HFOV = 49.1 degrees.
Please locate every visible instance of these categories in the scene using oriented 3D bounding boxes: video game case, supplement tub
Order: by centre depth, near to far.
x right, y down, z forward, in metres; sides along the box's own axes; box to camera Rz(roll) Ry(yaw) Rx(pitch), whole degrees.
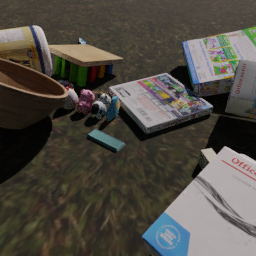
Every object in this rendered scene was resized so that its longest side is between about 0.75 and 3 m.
[{"bbox_3d":[0.961,-0.915,9.034,2.366,0.298,2.596,-17,40,-21],"label":"video game case"},{"bbox_3d":[-4.093,-2.370,9.587,2.612,1.886,1.886,-16,40,-19],"label":"supplement tub"}]

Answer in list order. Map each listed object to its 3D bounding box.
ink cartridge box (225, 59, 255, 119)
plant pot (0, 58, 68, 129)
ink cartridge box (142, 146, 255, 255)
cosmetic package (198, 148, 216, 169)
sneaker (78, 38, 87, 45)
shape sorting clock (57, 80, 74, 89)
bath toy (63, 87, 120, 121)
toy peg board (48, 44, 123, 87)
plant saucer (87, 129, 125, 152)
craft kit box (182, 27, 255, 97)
[{"bbox_3d":[3.731,-0.991,7.832,1.673,1.210,1.215,15,76,16],"label":"ink cartridge box"},{"bbox_3d":[-3.260,-0.887,7.690,2.938,1.356,2.938,23,16,-7],"label":"plant pot"},{"bbox_3d":[1.821,1.476,4.750,2.846,0.949,1.648,-42,51,-19],"label":"ink cartridge box"},{"bbox_3d":[1.985,0.922,6.529,0.312,0.441,0.853,-8,39,-12],"label":"cosmetic package"},{"bbox_3d":[-2.104,-3.897,12.966,0.362,0.316,0.806,5,37,-26],"label":"sneaker"},{"bbox_3d":[-2.524,-1.279,9.515,1.370,0.269,1.370,0,37,0],"label":"shape sorting clock"},{"bbox_3d":[-1.209,-0.839,8.588,1.891,0.699,0.822,14,41,18],"label":"bath toy"},{"bbox_3d":[-1.670,-2.391,10.603,2.059,1.007,2.050,29,31,31],"label":"toy peg board"},{"bbox_3d":[-0.607,0.313,7.599,1.077,0.102,0.376,25,44,27],"label":"plant saucer"},{"bbox_3d":[3.575,-2.425,9.958,2.923,0.718,2.960,-11,43,12],"label":"craft kit box"}]
